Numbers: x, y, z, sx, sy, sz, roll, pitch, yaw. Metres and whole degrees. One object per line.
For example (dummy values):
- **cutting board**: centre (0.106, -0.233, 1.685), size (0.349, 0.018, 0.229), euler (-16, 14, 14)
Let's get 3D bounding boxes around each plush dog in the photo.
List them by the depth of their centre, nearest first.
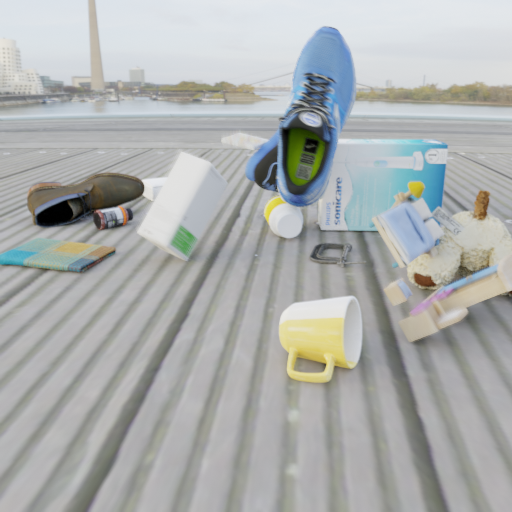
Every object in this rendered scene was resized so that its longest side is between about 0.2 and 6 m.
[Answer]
- **plush dog**: centre (3.590, -0.169, 9.498), size (2.028, 1.627, 1.742), euler (3, -4, 11)

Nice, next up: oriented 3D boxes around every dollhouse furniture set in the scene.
- **dollhouse furniture set**: centre (2.490, -0.171, 7.771), size (1.269, 1.944, 1.835), euler (-34, -7, 39)

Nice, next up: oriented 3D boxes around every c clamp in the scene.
- **c clamp**: centre (1.572, -0.022, 10.815), size (1.063, 0.169, 1.245), euler (-2, 19, 10)

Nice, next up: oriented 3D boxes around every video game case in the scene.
- **video game case**: centre (-0.233, -2.694, 13.148), size (0.840, 0.106, 0.923), euler (18, 27, 20)

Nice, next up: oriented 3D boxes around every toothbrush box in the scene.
- **toothbrush box**: centre (2.772, -1.616, 12.676), size (2.682, 1.964, 1.144), euler (0, 16, 3)

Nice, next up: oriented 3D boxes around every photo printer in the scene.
- **photo printer**: centre (-2.460, -1.939, 15.964), size (1.415, 0.492, 1.178), euler (-10, 21, -25)

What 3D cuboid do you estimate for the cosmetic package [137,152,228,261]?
- **cosmetic package**: centre (-1.358, -0.918, 10.480), size (0.739, 1.742, 0.938), euler (24, -8, 26)

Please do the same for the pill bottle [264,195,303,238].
- **pill bottle**: centre (0.610, -0.838, 12.239), size (0.740, 0.740, 1.321), euler (-2, 20, -7)

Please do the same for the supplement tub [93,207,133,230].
- **supplement tub**: centre (-3.271, -0.884, 12.880), size (0.850, 0.455, 0.455), euler (-15, 24, -39)

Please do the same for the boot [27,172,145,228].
- **boot**: centre (-4.043, -1.240, 13.484), size (2.816, 1.052, 1.365), euler (-10, 34, -12)

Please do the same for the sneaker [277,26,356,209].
- **sneaker**: centre (1.199, -2.717, 10.938), size (1.398, 3.559, 1.586), euler (9, 2, 5)

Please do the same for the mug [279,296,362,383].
- **mug**: centre (0.734, 0.947, 6.856), size (0.889, 0.867, 1.082), euler (0, 10, 25)

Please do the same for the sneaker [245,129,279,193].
- **sneaker**: centre (0.979, -2.639, 13.009), size (1.089, 2.796, 0.981), euler (32, -8, 32)

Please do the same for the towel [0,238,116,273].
- **towel**: centre (-3.795, -0.008, 10.695), size (1.819, 0.197, 1.334), euler (7, 20, 15)
